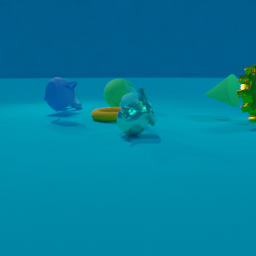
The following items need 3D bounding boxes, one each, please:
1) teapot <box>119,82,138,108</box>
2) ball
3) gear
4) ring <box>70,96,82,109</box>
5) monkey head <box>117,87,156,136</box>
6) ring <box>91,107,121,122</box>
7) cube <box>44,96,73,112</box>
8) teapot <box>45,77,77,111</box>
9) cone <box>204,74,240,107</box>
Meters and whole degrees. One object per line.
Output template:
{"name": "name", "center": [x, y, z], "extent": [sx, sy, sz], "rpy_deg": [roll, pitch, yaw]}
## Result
{"name": "teapot", "center": [0.055, -0.781, 9.044], "extent": [0.677, 1.383, 0.860], "rpy_deg": [5, 1, 17]}
{"name": "ball", "center": [-0.372, -1.457, 12.097], "extent": [1.350, 1.350, 1.350], "rpy_deg": [0, 11, 0]}
{"name": "gear", "center": [4.304, -1.067, 8.893], "extent": [1.985, 1.985, 0.367], "rpy_deg": [-6, -3, -28]}
{"name": "ring", "center": [-2.785, -1.392, 13.279], "extent": [1.383, 0.277, 1.383], "rpy_deg": [37, 12, -9]}
{"name": "monkey head", "center": [0.161, -0.429, 7.572], "extent": [1.029, 1.229, 1.708], "rpy_deg": [-13, -11, 0]}
{"name": "ring", "center": [-0.507, -0.517, 10.367], "extent": [1.704, 0.341, 1.704], "rpy_deg": [-2, 11, 0]}
{"name": "cube", "center": [-2.889, -1.372, 11.863], "extent": [0.859, 0.859, 0.859], "rpy_deg": [-21, 41, 20]}
{"name": "teapot", "center": [-2.370, -1.167, 9.941], "extent": [0.909, 1.154, 1.857], "rpy_deg": [-2, -22, -43]}
{"name": "cone", "center": [3.352, -1.293, 10.358], "extent": [1.176, 1.171, 1.171], "rpy_deg": [-4, 5, 43]}
